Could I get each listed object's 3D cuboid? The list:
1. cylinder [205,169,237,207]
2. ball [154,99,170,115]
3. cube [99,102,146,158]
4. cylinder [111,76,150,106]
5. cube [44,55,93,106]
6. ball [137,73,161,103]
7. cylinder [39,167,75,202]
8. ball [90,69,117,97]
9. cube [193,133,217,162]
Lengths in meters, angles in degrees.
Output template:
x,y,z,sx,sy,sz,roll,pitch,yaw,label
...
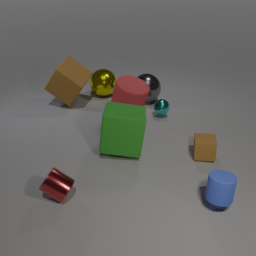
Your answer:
x,y,z,sx,sy,sz,roll,pitch,yaw,label
2.390,1.537,7.211,0.700,0.700,0.700,2,21,-1,cylinder
1.464,-0.908,12.168,0.700,0.700,0.700,0,28,0,ball
-0.173,0.034,9.637,1.400,1.400,1.400,7,23,-1,cube
0.045,-1.232,11.652,1.400,1.400,1.400,11,38,-9,cylinder
-2.725,-2.171,12.907,1.400,1.400,1.400,35,40,-12,cube
0.891,-1.922,13.517,1.400,1.400,1.400,0,28,0,ball
-1.928,1.540,7.618,0.700,0.700,0.700,34,29,-9,cylinder
-1.260,-2.311,14.301,1.400,1.400,1.400,0,28,0,ball
2.584,0.640,9.442,0.700,0.700,0.700,2,27,11,cube
